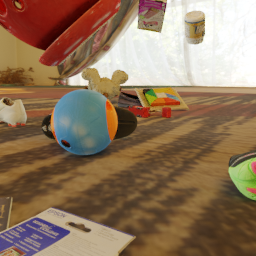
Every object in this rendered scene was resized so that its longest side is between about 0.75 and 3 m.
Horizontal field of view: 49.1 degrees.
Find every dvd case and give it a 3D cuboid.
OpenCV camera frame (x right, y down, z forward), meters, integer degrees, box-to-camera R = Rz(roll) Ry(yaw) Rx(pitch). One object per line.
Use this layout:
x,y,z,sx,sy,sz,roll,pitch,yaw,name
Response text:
-1.548,0.933,2.744,0.718,0.077,0.965,-3,11,-19,dvd case

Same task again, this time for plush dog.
-1.303,-2.030,15.228,2.531,2.031,2.174,1,-9,-10,plush dog

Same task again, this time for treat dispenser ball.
-0.813,-0.107,5.277,1.236,1.236,1.236,0,10,0,treat dispenser ball

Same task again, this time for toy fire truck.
0.789,-0.618,10.377,1.036,0.358,1.469,-5,11,-29,toy fire truck

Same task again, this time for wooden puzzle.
1.481,-1.353,12.439,2.065,0.385,1.910,-1,34,-13,wooden puzzle

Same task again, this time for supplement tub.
1.924,-2.874,8.038,0.586,0.810,0.586,-8,45,8,supplement tub

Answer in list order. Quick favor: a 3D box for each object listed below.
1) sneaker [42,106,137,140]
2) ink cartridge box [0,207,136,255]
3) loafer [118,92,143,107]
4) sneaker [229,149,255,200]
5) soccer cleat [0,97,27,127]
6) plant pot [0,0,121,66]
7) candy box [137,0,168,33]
-0.884,-0.232,6.956,2.207,0.833,1.270,-2,12,0,sneaker
-0.626,0.986,2.081,1.008,0.240,1.020,6,10,35,ink cartridge box
0.490,-1.290,13.021,2.269,0.715,0.816,6,12,31,loafer
2.226,0.444,3.596,1.938,0.744,0.812,0,14,-6,sneaker
-3.905,-0.546,8.685,2.142,0.831,0.742,6,12,32,soccer cleat
-1.341,-2.417,5.019,2.202,2.005,2.202,-38,18,15,plant pot
0.806,-3.895,9.480,0.915,0.409,1.342,11,-24,4,candy box
